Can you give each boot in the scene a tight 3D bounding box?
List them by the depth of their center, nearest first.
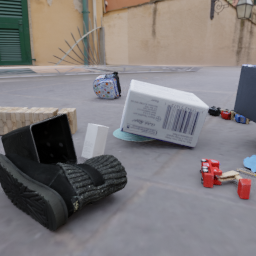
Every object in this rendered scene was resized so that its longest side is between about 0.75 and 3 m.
[{"bbox_3d":[-1.268,0.862,5.160,2.186,0.823,1.634,24,34,33],"label":"boot"}]

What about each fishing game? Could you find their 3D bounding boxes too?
[{"bbox_3d":[3.138,0.869,6.459,0.882,0.192,1.232,14,28,41],"label":"fishing game"}]

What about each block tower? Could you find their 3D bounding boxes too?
[{"bbox_3d":[-3.209,-0.231,9.161,2.940,0.850,0.794,-1,15,1],"label":"block tower"}]

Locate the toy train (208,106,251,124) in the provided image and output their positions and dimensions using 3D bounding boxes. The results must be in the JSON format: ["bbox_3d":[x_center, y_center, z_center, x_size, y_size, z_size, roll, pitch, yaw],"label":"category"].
[{"bbox_3d":[3.952,-0.533,11.079,0.485,0.361,2.116,-12,19,-27],"label":"toy train"}]

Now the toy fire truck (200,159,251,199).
[{"bbox_3d":[1.964,0.992,5.761,0.883,0.305,1.251,3,15,11],"label":"toy fire truck"}]

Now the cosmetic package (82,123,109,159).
[{"bbox_3d":[-0.802,0.338,6.893,0.345,0.849,0.479,10,-2,30],"label":"cosmetic package"}]

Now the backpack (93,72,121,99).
[{"bbox_3d":[-1.205,-2.273,15.600,1.444,1.516,1.168,2,29,20],"label":"backpack"}]

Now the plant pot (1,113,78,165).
[{"bbox_3d":[-2.026,0.449,6.263,1.112,1.253,1.250,-6,12,25],"label":"plant pot"}]

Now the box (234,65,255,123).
[{"bbox_3d":[4.575,-0.811,7.375,2.700,1.446,2.004,2,17,-5],"label":"box"}]

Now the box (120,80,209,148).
[{"bbox_3d":[0.986,-0.539,8.573,2.190,1.249,2.381,13,17,-2],"label":"box"}]

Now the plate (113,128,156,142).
[{"bbox_3d":[0.337,0.097,9.117,1.663,0.212,1.663,0,15,0],"label":"plate"}]
